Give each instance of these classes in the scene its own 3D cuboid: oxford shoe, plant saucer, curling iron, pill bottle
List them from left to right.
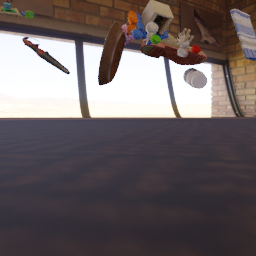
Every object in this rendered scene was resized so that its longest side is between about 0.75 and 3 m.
[{"bbox_3d":[-2.431,-2.196,8.344,2.309,0.295,0.573,38,29,30],"label":"curling iron"},{"bbox_3d":[-0.629,-3.010,11.770,0.466,2.707,2.707,17,4,4],"label":"plant saucer"},{"bbox_3d":[1.854,-3.196,10.966,2.739,1.011,0.970,12,-24,-16],"label":"oxford shoe"},{"bbox_3d":[2.649,-1.948,11.021,0.706,0.706,1.240,0,20,-5],"label":"pill bottle"}]

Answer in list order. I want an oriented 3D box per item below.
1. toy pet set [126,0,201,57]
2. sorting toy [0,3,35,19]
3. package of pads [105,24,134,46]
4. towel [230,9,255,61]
[{"bbox_3d":[0.449,-1.695,5.166,1.354,1.264,0.719,7,-36,-26],"label":"toy pet set"},{"bbox_3d":[-2.773,-2.592,6.057,1.508,0.205,0.849,-5,31,-28],"label":"sorting toy"},{"bbox_3d":[-0.375,-4.203,13.107,1.246,0.472,0.751,-28,-53,25],"label":"package of pads"},{"bbox_3d":[3.893,-3.014,9.130,1.254,1.708,0.203,-8,-9,-44],"label":"towel"}]
